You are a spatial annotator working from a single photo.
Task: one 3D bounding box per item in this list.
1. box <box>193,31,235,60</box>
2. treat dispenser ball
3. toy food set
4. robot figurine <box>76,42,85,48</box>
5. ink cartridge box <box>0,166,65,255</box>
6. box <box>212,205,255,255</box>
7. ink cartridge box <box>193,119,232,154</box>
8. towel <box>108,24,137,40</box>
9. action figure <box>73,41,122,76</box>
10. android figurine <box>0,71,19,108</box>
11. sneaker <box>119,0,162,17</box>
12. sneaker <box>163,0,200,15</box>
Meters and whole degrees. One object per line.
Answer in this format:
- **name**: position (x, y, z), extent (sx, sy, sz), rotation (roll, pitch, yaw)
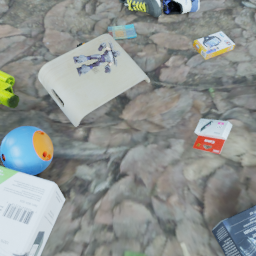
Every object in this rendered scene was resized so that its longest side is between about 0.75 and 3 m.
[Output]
- **box**: position (3.021, -2.884, 9.665), extent (1.323, 0.274, 0.787), rotation (-24, 60, -12)
- **treat dispenser ball**: position (-2.459, 0.564, 6.857), extent (1.226, 1.226, 1.226), rotation (0, 57, 0)
- **toy food set**: position (-0.989, -1.506, 8.553), extent (2.799, 0.846, 2.009), rotation (-34, 75, -19)
- **robot figurine**: position (-1.518, -2.526, 9.434), extent (0.642, 0.258, 0.885), rotation (19, 60, 12)
- **ink cartridge box**: position (-2.778, 2.243, 5.809), extent (1.902, 1.098, 2.615), rotation (15, 58, 9)
- **box**: position (2.769, 2.539, 5.749), extent (1.234, 0.890, 1.662), rotation (-20, 59, -13)
- **ink cartridge box**: position (1.680, 0.150, 5.760), extent (0.751, 0.164, 0.652), rotation (11, 71, 57)
- **towel**: position (-0.211, -3.476, 10.145), extent (0.994, 0.108, 0.729), rotation (-8, 56, -5)
- **action figure**: position (-0.729, -1.734, 7.141), extent (1.247, 0.811, 0.433), rotation (-20, 28, -7)
- **android figurine**: position (-4.470, -0.997, 7.998), extent (2.581, 0.530, 2.350), rotation (25, 46, 21)
- **sneaker**: position (0.420, -4.699, 10.617), extent (0.947, 0.834, 2.239), rotation (-31, 53, -12)
- **sneaker**: position (1.673, -5.015, 10.727), extent (1.165, 0.815, 2.017), rotation (-29, 63, -20)
